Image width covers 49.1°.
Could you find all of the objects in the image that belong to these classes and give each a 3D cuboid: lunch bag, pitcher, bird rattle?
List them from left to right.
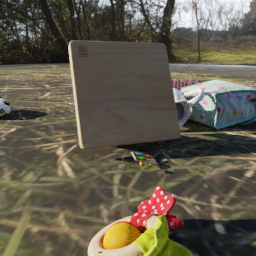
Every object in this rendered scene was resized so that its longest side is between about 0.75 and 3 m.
[{"bbox_3d":[0.119,1.465,3.954,1.419,0.980,1.740,-17,14,1],"label":"bird rattle"},{"bbox_3d":[1.873,-0.947,10.651,1.898,1.341,2.212,-35,17,8],"label":"pitcher"},{"bbox_3d":[3.814,-1.053,11.084,2.664,1.625,2.270,-13,19,-21],"label":"lunch bag"}]

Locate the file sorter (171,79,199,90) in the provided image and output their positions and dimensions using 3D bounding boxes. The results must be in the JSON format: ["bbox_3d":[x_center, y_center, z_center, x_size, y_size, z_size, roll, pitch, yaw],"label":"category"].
[{"bbox_3d":[3.147,-2.263,16.079,1.724,1.081,1.198,6,17,20],"label":"file sorter"}]

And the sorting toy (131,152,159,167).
[{"bbox_3d":[0.453,0.791,7.009,0.648,0.117,0.870,15,9,-12],"label":"sorting toy"}]

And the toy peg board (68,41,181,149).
[{"bbox_3d":[-0.259,-0.918,8.555,2.988,2.976,1.461,-5,-9,-22],"label":"toy peg board"}]

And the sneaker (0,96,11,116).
[{"bbox_3d":[-5.791,-0.989,12.384,0.971,0.813,2.194,-12,30,-35],"label":"sneaker"}]
